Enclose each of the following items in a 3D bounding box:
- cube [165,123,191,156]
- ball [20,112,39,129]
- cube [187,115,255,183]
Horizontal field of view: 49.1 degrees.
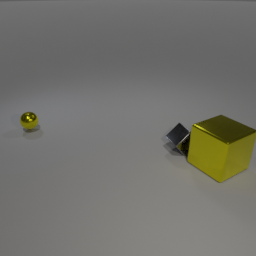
[{"bbox_3d":[1.861,0.385,9.607,0.700,0.700,0.700,-45,39,3],"label":"cube"},{"bbox_3d":[-3.881,-0.292,11.003,0.700,0.700,0.700,0,28,0],"label":"ball"},{"bbox_3d":[2.910,0.588,8.796,1.400,1.400,1.400,-17,32,-30],"label":"cube"}]
